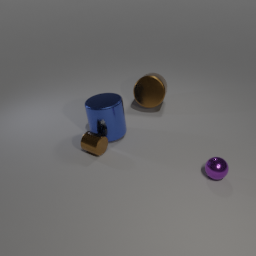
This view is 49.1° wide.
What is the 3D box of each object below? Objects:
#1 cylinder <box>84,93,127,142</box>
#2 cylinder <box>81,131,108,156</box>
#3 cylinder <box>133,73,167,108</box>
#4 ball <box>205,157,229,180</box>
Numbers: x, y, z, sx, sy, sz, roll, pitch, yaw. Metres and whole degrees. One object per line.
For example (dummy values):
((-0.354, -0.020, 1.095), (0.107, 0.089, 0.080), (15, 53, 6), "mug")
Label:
((-0.819, -0.418, 10.543), (1.400, 1.400, 1.400), (-6, 30, 3), "cylinder")
((-1.169, 0.530, 9.759), (0.700, 0.700, 0.700), (18, 35, 28), "cylinder")
((1.040, -1.733, 12.689), (1.400, 1.400, 1.400), (6, 17, 10), "cylinder")
((2.712, 1.228, 8.569), (0.700, 0.700, 0.700), (0, 30, 0), "ball")
